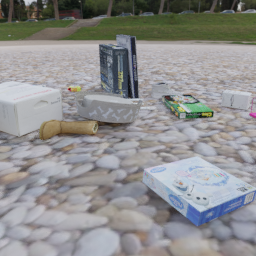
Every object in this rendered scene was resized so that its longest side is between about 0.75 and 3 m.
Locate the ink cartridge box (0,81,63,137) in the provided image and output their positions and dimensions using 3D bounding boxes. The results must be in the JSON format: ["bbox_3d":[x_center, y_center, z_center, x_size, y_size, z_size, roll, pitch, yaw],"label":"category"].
[{"bbox_3d":[-4.054,-0.797,10.093,2.808,1.229,2.040,11,24,30],"label":"ink cartridge box"}]

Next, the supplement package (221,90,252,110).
[{"bbox_3d":[4.653,-1.226,12.051,1.087,0.636,0.638,12,24,30],"label":"supplement package"}]

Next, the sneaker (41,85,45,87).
[{"bbox_3d":[-3.480,-1.200,11.277,1.549,1.134,0.624,12,24,29],"label":"sneaker"}]

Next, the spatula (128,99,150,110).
[{"bbox_3d":[-0.581,-1.081,12.278,2.806,0.225,1.951,-3,20,-7],"label":"spatula"}]

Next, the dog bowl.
[{"bbox_3d":[-0.726,-0.786,10.240,2.507,0.735,2.507,7,13,-2],"label":"dog bowl"}]

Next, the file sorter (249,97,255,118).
[{"bbox_3d":[5.485,-0.787,10.681,1.259,0.790,0.875,-6,21,-15],"label":"file sorter"}]

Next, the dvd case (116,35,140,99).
[{"bbox_3d":[-0.026,-2.993,13.572,0.353,2.856,2.146,-10,23,-16],"label":"dvd case"}]

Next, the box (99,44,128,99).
[{"bbox_3d":[-0.765,-2.901,14.031,0.765,2.364,2.998,-6,21,-16],"label":"box"}]

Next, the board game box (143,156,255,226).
[{"bbox_3d":[1.429,1.179,5.756,1.632,0.354,1.624,-8,24,-32],"label":"board game box"}]

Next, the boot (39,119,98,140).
[{"bbox_3d":[-1.861,0.020,8.956,1.580,0.522,1.383,3,21,6],"label":"boot"}]

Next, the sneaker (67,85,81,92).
[{"bbox_3d":[-2.824,-2.035,14.726,0.835,0.326,0.377,4,27,29],"label":"sneaker"}]

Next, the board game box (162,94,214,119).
[{"bbox_3d":[2.424,-0.962,11.861,1.409,0.316,2.690,0,21,-7],"label":"board game box"}]

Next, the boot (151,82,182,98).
[{"bbox_3d":[1.896,-1.834,13.509,1.548,0.740,0.569,-1,21,-2],"label":"boot"}]
